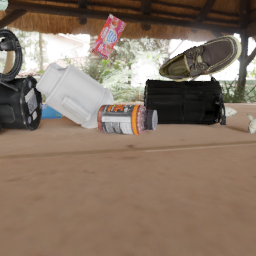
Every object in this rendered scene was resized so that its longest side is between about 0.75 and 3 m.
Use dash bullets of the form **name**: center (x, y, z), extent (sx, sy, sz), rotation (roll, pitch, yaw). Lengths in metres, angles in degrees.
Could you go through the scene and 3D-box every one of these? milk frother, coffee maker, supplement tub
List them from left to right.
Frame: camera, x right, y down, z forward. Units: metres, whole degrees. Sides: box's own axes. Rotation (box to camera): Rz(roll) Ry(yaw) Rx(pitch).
- **milk frother**: center (-4.237, -1.261, 8.105), extent (2.705, 2.876, 2.596), rotation (0, 10, 2)
- **supplement tub**: center (-0.003, -0.246, 7.923), extent (1.598, 0.854, 0.854), rotation (2, 7, 17)
- **coffee maker**: center (1.959, -1.021, 10.409), extent (2.758, 1.857, 2.649), rotation (0, 7, 4)

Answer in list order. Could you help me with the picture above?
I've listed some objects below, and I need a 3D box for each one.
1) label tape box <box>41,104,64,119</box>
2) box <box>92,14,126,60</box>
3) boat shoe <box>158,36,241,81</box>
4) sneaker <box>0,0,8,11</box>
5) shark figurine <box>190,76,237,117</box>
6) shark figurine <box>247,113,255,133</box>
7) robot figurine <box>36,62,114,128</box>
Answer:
- **label tape box**: center (-4.115, -0.877, 14.218), extent (1.589, 0.697, 2.204), rotation (-1, 6, -9)
- **box**: center (-0.839, -3.832, 11.940), extent (0.784, 1.643, 0.819), rotation (28, -3, -11)
- **boat shoe**: center (1.558, -1.490, 6.443), extent (0.670, 0.757, 2.067), rotation (-17, -1, -37)
- **sneaker**: center (-3.549, -3.043, 6.729), extent (0.759, 2.063, 1.217), rotation (0, -21, 40)
- **shark figurine**: center (3.831, -1.267, 14.562), extent (1.845, 3.088, 1.288), rotation (-35, -19, -26)
- **shark figurine**: center (4.121, -0.094, 8.555), extent (1.304, 0.544, 0.779), rotation (-8, 41, -8)
- **robot figurine**: center (-1.590, -1.001, 9.192), extent (2.698, 1.524, 2.288), rotation (33, 23, -19)
